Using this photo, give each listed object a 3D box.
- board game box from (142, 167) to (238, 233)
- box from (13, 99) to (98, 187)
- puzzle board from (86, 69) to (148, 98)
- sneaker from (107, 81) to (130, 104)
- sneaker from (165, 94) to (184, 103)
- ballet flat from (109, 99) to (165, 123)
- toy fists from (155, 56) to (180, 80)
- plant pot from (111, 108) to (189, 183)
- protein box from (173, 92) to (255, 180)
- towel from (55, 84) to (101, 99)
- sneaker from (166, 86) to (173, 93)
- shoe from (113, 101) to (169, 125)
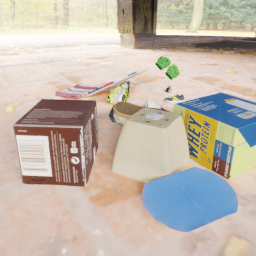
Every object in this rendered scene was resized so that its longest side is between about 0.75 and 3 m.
[{"bbox_3d":[1.480,1.794,6.784,2.228,0.434,1.761,-15,32,-19],"label":"board game box"},{"bbox_3d":[-1.955,0.329,8.270,1.824,1.843,2.221,1,24,3],"label":"box"},{"bbox_3d":[-0.621,-2.430,14.860,2.909,0.253,2.192,-17,12,35],"label":"puzzle board"},{"bbox_3d":[-0.412,-1.885,14.394,0.946,0.934,2.477,3,22,8],"label":"sneaker"},{"bbox_3d":[2.372,-1.531,14.200,0.995,0.421,0.371,2,23,4],"label":"sneaker"},{"bbox_3d":[0.569,-0.753,11.832,2.730,0.997,0.997,-4,24,-9],"label":"ballet flat"},{"bbox_3d":[1.655,-2.502,11.456,0.554,0.374,1.087,-44,83,-11],"label":"toy fists"},{"bbox_3d":[0.728,0.422,8.319,1.857,1.646,1.859,13,28,27],"label":"plant pot"},{"bbox_3d":[3.121,0.071,9.088,2.400,1.631,2.418,-16,28,-31],"label":"protein box"},{"bbox_3d":[-2.714,-2.078,15.535,1.600,0.253,2.222,10,25,28],"label":"towel"},{"bbox_3d":[2.296,-2.190,15.830,0.353,0.297,0.806,4,28,-6],"label":"sneaker"},{"bbox_3d":[0.830,-0.243,10.615,2.916,0.778,1.019,17,43,4],"label":"shoe"}]
